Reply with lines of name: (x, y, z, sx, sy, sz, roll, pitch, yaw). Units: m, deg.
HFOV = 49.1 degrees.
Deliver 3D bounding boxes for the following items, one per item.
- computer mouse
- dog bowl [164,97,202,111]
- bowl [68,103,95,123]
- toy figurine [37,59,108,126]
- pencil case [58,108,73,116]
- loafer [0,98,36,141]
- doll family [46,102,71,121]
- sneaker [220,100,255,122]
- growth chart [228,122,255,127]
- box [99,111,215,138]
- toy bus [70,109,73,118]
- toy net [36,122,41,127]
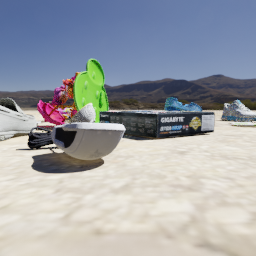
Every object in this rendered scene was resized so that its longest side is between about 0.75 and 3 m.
computer mouse: (-0.882, 0.233, 4.817, 1.386, 0.555, 2.528, 3, -3, -25)
dog bowl: (2.156, -0.700, 11.152, 1.548, 0.384, 0.863, 20, -27, 21)
bowl: (-1.443, -0.252, 9.341, 1.133, 0.532, 1.133, -45, -2, -2)
toy figurine: (-2.463, -1.228, 11.479, 2.683, 2.915, 2.188, -10, -28, 28)
pencil case: (-3.843, -0.821, 16.229, 1.788, 0.790, 0.790, -1, 4, 17)
loafer: (-3.245, -0.297, 7.708, 1.033, 1.031, 2.954, 4, 4, -2)
doll family: (-3.468, -0.666, 14.741, 2.179, 0.982, 1.353, 18, -2, 2)
sneaker: (6.058, -0.927, 15.187, 0.997, 1.152, 2.660, -1, 6, -26)
growth chart: (4.898, -0.147, 11.709, 1.199, 0.147, 1.656, -1, 4, 7)
box: (0.816, -0.197, 8.825, 2.342, 0.678, 2.946, -3, 6, -36)
toy bus: (-2.177, -0.556, 13.020, 0.870, 0.723, 2.221, 0, 5, 0)
toy net: (-3.917, -0.052, 9.478, 1.839, 0.355, 0.965, 0, 2, -25)
